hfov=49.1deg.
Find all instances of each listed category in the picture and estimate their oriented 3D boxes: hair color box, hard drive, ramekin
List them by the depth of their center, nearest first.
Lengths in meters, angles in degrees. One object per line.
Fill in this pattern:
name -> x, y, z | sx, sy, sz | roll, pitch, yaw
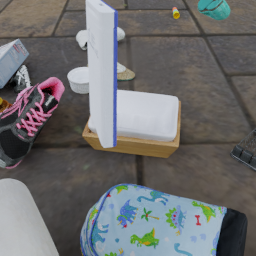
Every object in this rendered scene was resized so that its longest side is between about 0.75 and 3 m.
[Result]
hard drive -> -0.481, -0.997, 5.037 | 0.287, 2.266, 1.495 | -7, 32, -14
ramekin -> -1.422, -1.520, 9.015 | 0.967, 0.472, 0.967 | 0, 42, 0
hair color box -> -4.219, -2.019, 9.179 | 1.071, 0.656, 2.164 | -14, 39, 20

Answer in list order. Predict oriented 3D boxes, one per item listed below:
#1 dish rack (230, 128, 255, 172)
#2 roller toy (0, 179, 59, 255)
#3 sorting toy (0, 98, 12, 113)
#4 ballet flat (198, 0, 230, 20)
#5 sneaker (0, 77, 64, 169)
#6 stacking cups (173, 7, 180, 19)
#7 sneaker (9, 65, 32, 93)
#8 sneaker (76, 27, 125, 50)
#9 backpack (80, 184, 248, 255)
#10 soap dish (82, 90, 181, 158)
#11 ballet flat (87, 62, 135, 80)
dish rack -> 3.311, 0.497, 6.883 | 1.351, 0.369, 1.036 | -32, 52, -33
roller toy -> -1.726, 2.130, 3.265 | 2.023, 2.895, 2.641 | -24, 59, -24
sorting toy -> -3.844, -0.046, 6.980 | 1.457, 0.995, 2.425 | 19, 46, 20
ballet flat -> 1.617, -2.225, 5.297 | 0.376, 0.393, 1.117 | -39, 24, 17
sneaker -> -2.362, -0.319, 6.862 | 1.372, 1.137, 2.877 | -25, 34, 29
stacking cups -> 2.353, -5.729, 13.811 | 0.306, 0.306, 1.011 | 2, 42, 2
sneaker -> -3.514, -1.578, 9.067 | 0.666, 0.489, 1.471 | -13, 46, -18
sneaker -> -1.043, -3.485, 11.169 | 1.955, 0.728, 0.851 | -14, 56, -6
backpack -> 0.474, 1.888, 4.463 | 2.439, 1.875, 1.990 | 8, 57, 29
soap dish -> 0.177, -0.127, 7.140 | 2.243, 0.911, 1.765 | 6, 42, 7
ballet flat -> -0.605, -1.967, 9.452 | 1.686, 0.550, 0.594 | 3, 43, 3
